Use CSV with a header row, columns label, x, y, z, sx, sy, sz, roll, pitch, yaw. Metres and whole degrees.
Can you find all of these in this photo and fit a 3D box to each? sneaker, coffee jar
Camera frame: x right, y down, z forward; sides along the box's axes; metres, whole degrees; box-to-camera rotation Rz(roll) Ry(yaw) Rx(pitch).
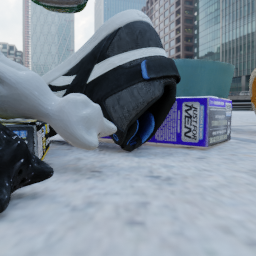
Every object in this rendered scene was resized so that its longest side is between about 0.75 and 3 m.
label,x,y,z,sx,sy,sz,roll,pitch,yaw
sneaker,-0.543,-0.186,4.074,2.833,1.585,1.035,-37,-25,30
coffee jar,-1.091,-2.301,4.566,0.946,0.774,1.813,0,20,-10

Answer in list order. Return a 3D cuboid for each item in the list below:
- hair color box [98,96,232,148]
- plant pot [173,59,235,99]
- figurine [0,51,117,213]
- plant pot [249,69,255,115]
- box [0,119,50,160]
label,x,y,z,sx,sy,sz,roll,pitch,yaw
hair color box,0.433,-0.156,4.962,2.436,0.790,1.332,5,5,33
plant pot,1.705,-0.861,7.661,2.133,1.712,2.133,4,6,0
figurine,-1.051,-0.088,2.333,1.615,0.712,1.655,24,25,17
plant pot,3.939,-0.841,5.912,2.164,2.364,2.364,-16,4,3
box,-1.890,0.138,3.140,1.868,0.461,1.492,-1,6,-12
